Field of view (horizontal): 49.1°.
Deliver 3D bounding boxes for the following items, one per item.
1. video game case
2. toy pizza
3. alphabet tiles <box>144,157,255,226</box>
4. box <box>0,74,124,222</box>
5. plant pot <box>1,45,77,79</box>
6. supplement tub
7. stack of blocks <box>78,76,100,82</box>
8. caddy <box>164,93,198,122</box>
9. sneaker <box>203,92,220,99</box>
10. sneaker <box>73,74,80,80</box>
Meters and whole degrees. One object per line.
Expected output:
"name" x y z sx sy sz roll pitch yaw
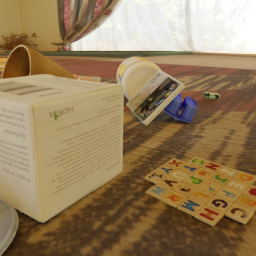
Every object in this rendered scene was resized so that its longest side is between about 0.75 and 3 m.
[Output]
"video game case" 1.056 -1.303 11.531 2.141 0.250 1.946 -45 35 4
"toy pizza" -3.168 1.933 4.637 2.578 0.409 2.578 -1 19 0
"alphabet tiles" 1.750 1.327 6.554 2.567 0.081 2.136 17 30 42
"box" -1.942 0.141 6.604 2.787 2.399 2.801 13 21 32
"plant pot" -3.584 -1.814 12.321 2.949 2.749 2.749 11 7 -44
"supplement tub" 0.543 -2.586 14.728 2.140 2.140 2.958 -3 21 -9
"stack of blocks" -2.842 -3.000 18.175 2.023 0.592 1.165 2 20 6
"caddy" 2.141 -0.823 11.645 1.259 0.935 1.781 23 22 0
"sneaker" 4.569 -1.799 15.267 0.899 0.349 0.629 17 23 18
"sneaker" -3.008 -2.440 15.845 0.944 1.111 2.561 -11 23 -28
